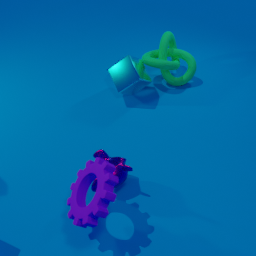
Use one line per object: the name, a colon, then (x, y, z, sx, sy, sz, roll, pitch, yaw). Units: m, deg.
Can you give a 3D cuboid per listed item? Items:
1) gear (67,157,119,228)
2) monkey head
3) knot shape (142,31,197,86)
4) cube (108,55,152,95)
gear: (-0.729, 1.269, 5.582, 0.249, 1.347, 1.347, 29, 33, -33)
monkey head: (-0.458, 0.979, 6.610, 1.245, 0.895, 0.750, -34, 29, 25)
knot shape: (1.551, -2.306, 9.782, 1.790, 0.884, 1.913, 44, 58, -3)
cube: (0.071, -1.687, 9.082, 0.897, 0.897, 0.897, -5, 68, -60)
